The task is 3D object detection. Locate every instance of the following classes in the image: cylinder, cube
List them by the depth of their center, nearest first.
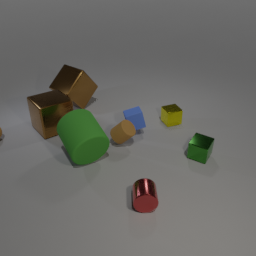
[{"bbox_3d":[0.485,1.917,7.974,0.700,0.700,0.700,-1,30,-1],"label":"cylinder"},{"bbox_3d":[-1.553,0.302,9.655,1.400,1.400,1.400,-17,52,-27],"label":"cylinder"},{"bbox_3d":[2.574,0.711,9.933,0.700,0.700,0.700,20,44,26],"label":"cube"},{"bbox_3d":[-0.189,0.145,10.525,0.700,0.700,0.700,28,44,-31],"label":"cylinder"},{"bbox_3d":[0.258,-0.371,11.368,0.700,0.700,0.700,-17,26,-2],"label":"cube"},{"bbox_3d":[-3.184,-0.611,11.658,1.400,1.400,1.400,-21,36,-32],"label":"cube"},{"bbox_3d":[1.900,-0.560,12.239,0.700,0.700,0.700,-12,33,-16],"label":"cube"},{"bbox_3d":[-2.602,-1.977,13.483,1.400,1.400,1.400,24,77,34],"label":"cube"}]

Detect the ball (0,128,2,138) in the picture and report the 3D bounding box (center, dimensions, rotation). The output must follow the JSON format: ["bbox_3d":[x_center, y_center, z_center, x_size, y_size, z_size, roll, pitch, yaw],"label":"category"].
[{"bbox_3d":[-5.308,0.180,10.962,0.700,0.700,0.700,0,30,0],"label":"ball"}]
